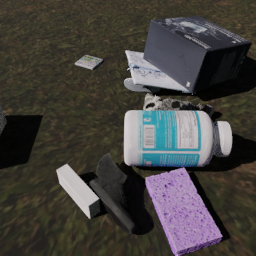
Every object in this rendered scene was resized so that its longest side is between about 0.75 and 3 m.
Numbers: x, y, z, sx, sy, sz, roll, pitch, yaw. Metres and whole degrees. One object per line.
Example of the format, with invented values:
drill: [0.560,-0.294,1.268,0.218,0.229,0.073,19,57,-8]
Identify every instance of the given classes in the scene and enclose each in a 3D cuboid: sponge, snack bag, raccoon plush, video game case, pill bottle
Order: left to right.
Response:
video game case: [-1.691,-2.871,12.212,0.916,0.101,0.835,20,46,21]
snack bag: [1.205,-2.252,10.938,2.496,0.283,2.647,7,38,-11]
raccoon plush: [1.555,-0.531,9.365,2.264,1.095,1.517,3,19,-39]
pill bottle: [1.305,0.295,7.712,2.795,1.549,1.549,1,43,1]
sponge: [1.277,1.944,6.833,1.143,0.306,2.050,-11,43,-12]

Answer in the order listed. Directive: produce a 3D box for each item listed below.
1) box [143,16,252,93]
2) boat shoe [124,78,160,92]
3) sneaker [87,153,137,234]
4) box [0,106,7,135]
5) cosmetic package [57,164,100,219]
box: [2.595,-2.960,10.754,2.821,1.656,2.774,-20,49,-34]
boat shoe: [0.547,-1.703,10.653,1.385,0.511,0.473,4,37,1]
sneaker: [-0.246,1.558,7.009,1.095,0.631,2.100,-34,49,-25]
box: [-4.692,0.143,8.221,1.359,1.065,2.185,-1,43,-1]
cosmetic package: [-1.250,1.564,7.047,0.356,0.581,1.408,-31,52,-28]
